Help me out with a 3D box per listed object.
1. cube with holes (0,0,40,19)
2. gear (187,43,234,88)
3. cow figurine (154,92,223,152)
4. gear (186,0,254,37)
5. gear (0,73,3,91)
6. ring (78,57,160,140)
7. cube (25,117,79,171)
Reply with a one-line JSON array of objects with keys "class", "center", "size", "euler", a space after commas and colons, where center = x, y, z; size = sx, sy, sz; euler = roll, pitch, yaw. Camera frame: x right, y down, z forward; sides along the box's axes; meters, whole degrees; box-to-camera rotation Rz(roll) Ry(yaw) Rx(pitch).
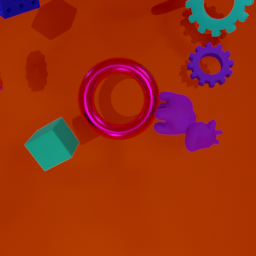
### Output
[{"class": "cube with holes", "center": [-3.070, -3.641, 7.144], "size": [1.058, 1.058, 1.058], "euler": [38, 55, 24]}, {"class": "gear", "center": [1.958, -1.495, 6.683], "size": [1.051, 0.194, 1.051], "euler": [-1, 79, 3]}, {"class": "cow figurine", "center": [1.270, -0.165, 5.999], "size": [1.396, 0.779, 1.419], "euler": [8, 46, 10]}, {"class": "gear", "center": [2.499, -3.468, 7.736], "size": [1.738, 1.738, 0.321], "euler": [35, 38, 12]}, {"class": "gear", "center": [-3.448, -1.599, 6.840], "size": [0.267, 1.446, 1.446], "euler": [-17, 71, -13]}, {"class": "ring", "center": [-0.219, -0.712, 6.930], "size": [2.039, 0.408, 2.039], "euler": [0, 94, -2]}, {"class": "cube", "center": [-1.621, 0.337, 6.083], "size": [0.730, 0.730, 0.730], "euler": [-27, 109, 14]}]
